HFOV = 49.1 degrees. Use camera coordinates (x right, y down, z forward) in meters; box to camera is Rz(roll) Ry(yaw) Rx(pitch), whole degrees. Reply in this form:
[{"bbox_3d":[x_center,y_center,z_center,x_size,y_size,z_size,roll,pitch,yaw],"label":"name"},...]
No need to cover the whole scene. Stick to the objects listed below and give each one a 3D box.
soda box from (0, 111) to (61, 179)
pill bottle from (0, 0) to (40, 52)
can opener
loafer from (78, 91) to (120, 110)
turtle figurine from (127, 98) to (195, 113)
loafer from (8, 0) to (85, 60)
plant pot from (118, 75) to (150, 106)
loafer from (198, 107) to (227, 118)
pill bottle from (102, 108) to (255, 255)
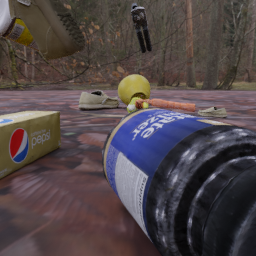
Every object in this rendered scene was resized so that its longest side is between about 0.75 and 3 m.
[{"bbox_3d":[-2.003,0.203,4.778,0.820,0.775,2.420,1,10,11],"label":"soda box"},{"bbox_3d":[-2.774,-2.884,8.196,1.102,1.102,2.017,8,-3,41],"label":"pill bottle"},{"bbox_3d":[0.434,-3.165,8.906,0.433,0.543,1.625,-14,-36,6],"label":"can opener"},{"bbox_3d":[-1.405,-1.468,14.493,1.037,0.936,2.741,6,11,34],"label":"loafer"},{"bbox_3d":[0.659,0.313,3.966,2.259,0.727,1.821,27,-11,-26],"label":"turtle figurine"},{"bbox_3d":[-1.956,-2.551,5.484,0.943,2.796,1.063,-31,2,19],"label":"loafer"},{"bbox_3d":[0.435,-1.719,14.599,1.772,1.772,1.258,-2,32,-11],"label":"plant pot"},{"bbox_3d":[3.373,-0.656,11.170,1.194,0.408,0.452,7,12,37],"label":"loafer"},{"bbox_3d":[0.523,0.456,2.280,1.092,1.092,1.953,-3,10,-19],"label":"pill bottle"}]
